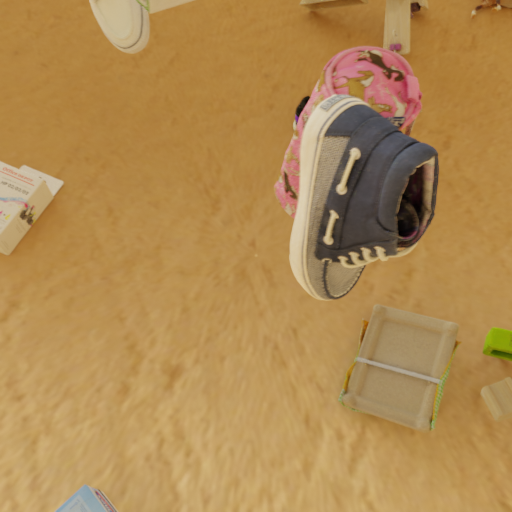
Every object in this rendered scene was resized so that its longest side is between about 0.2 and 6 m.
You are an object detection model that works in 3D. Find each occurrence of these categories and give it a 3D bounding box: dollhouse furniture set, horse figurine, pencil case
[{"bbox_3d":[2.159,-4.620,11.347,2.235,1.771,1.586,5,101,28],"label":"dollhouse furniture set"},{"bbox_3d":[2.915,1.844,7.622,3.227,1.246,1.613,12,68,28],"label":"dollhouse furniture set"},{"bbox_3d":[5.278,-5.258,11.462,2.001,0.500,1.326,13,56,15],"label":"horse figurine"},{"bbox_3d":[0.916,-1.184,6.223,0.978,2.361,1.022,-39,81,-23],"label":"pencil case"}]

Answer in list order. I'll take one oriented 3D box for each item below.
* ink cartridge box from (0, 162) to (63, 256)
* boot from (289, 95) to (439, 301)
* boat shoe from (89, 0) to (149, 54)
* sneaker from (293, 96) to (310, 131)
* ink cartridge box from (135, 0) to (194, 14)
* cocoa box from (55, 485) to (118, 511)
[{"bbox_3d":[-3.992,-0.906,9.086,0.915,0.539,1.589,22,64,12],"label":"ink cartridge box"},{"bbox_3d":[0.903,-0.174,4.895,0.836,2.298,1.038,-30,51,-19],"label":"boot"},{"bbox_3d":[-2.008,-3.597,7.194,0.731,0.663,1.987,-22,89,19],"label":"boat shoe"},{"bbox_3d":[1.543,-2.324,9.644,1.838,0.914,0.639,13,62,8],"label":"sneaker"},{"bbox_3d":[-0.840,-3.409,6.653,1.240,0.644,0.368,-29,61,-24],"label":"ink cartridge box"},{"bbox_3d":[-1.856,3.467,6.524,0.842,0.828,1.262,-40,68,-19],"label":"cocoa box"}]
